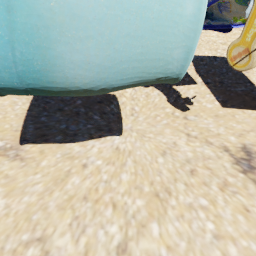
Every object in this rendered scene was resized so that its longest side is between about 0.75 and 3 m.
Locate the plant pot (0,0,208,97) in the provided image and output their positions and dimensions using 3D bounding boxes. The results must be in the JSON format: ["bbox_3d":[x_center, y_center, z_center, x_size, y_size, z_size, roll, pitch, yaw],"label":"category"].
[{"bbox_3d":[-0.385,-1.511,3.569,2.366,2.518,2.518,6,34,-7],"label":"plant pot"}]

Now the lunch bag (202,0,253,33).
[{"bbox_3d":[2.130,-3.030,5.901,2.036,1.297,1.731,-11,62,17],"label":"lunch bag"}]

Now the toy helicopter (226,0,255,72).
[{"bbox_3d":[2.416,-2.038,4.426,1.080,2.737,1.810,-29,57,-33],"label":"toy helicopter"}]
